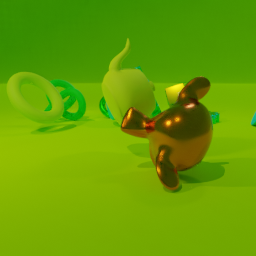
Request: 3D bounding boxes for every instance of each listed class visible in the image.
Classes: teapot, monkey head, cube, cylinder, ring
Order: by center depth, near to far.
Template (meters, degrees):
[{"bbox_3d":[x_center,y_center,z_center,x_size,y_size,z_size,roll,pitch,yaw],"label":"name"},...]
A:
[{"bbox_3d":[0.629,0.023,4.498,1.367,1.901,1.145,26,-20,-9],"label":"monkey head"},{"bbox_3d":[0.065,-0.722,5.652,0.986,2.015,1.253,-26,24,-12],"label":"teapot"},{"bbox_3d":[-2.702,-0.908,8.330,0.362,1.809,1.809,-38,-11,29],"label":"ring"},{"bbox_3d":[0.016,-0.998,9.483,1.325,1.325,1.325,-8,12,-15],"label":"cylinder"},{"bbox_3d":[1.929,-1.174,10.943,0.742,0.742,0.742,-16,-24,14],"label":"cube"}]

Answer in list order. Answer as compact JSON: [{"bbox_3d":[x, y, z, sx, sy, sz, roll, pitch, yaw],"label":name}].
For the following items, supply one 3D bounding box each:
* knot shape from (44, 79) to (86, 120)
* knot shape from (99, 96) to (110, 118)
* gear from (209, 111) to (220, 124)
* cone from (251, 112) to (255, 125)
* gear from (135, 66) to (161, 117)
[{"bbox_3d":[-2.487,-1.096,10.580,1.850,1.731,0.855,-14,-25,7],"label":"knot shape"},{"bbox_3d":[-0.315,-1.218,11.287,1.672,1.565,0.773,-3,13,-18],"label":"knot shape"},{"bbox_3d":[2.464,-0.417,10.391,1.746,0.323,1.746,0,10,0],"label":"gear"},{"bbox_3d":[5.068,-0.379,9.155,1.417,1.412,1.412,30,18,12],"label":"cone"},{"bbox_3d":[0.754,-1.447,11.227,0.386,2.087,2.087,-25,8,7],"label":"gear"}]
